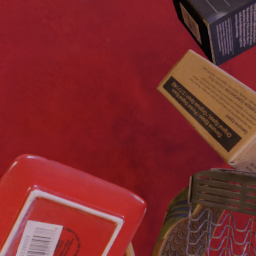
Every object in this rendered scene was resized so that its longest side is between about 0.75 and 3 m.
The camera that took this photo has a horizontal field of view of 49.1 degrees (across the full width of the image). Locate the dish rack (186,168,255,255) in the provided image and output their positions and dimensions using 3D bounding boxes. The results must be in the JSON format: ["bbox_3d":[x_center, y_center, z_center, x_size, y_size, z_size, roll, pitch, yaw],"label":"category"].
[{"bbox_3d":[1.313,1.470,3.348,1.465,0.521,1.909,6,101,22],"label":"dish rack"}]

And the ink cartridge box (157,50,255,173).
[{"bbox_3d":[1.941,0.039,4.813,0.948,2.524,2.079,-49,39,13],"label":"ink cartridge box"}]

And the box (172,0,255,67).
[{"bbox_3d":[2.314,-2.729,5.548,2.435,1.304,1.807,-29,58,8],"label":"box"}]

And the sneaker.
[{"bbox_3d":[0.984,1.669,4.914,0.694,0.929,2.070,51,57,-3],"label":"sneaker"}]

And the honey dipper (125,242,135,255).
[{"bbox_3d":[0.191,2.697,4.788,0.443,0.443,2.330,-12,103,-4],"label":"honey dipper"}]

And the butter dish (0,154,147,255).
[{"bbox_3d":[-1.095,1.392,4.174,1.999,1.481,2.004,26,93,-22],"label":"butter dish"}]
